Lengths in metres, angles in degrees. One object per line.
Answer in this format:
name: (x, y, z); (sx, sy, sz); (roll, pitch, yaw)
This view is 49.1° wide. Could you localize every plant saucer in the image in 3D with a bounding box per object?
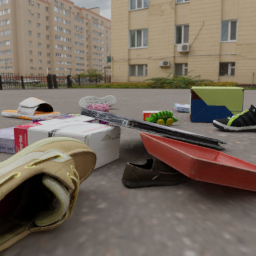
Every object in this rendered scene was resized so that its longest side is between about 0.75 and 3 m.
plant saucer: (1.253, 0.549, 4.450); (1.811, 0.332, 1.808); (13, 5, -21)

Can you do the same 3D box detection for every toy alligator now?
toy alligator: (1.011, -0.353, 9.936); (1.790, 0.486, 0.531); (-7, 29, -22)

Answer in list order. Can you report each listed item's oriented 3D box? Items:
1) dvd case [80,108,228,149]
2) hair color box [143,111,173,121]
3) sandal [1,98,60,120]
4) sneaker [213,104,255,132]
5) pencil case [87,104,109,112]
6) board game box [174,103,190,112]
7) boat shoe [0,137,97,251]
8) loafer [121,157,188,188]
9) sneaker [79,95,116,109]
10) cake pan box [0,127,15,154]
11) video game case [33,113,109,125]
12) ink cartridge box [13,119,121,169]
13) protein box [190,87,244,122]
dvd case: (0.604, 0.001, 6.723); (2.913, 0.233, 2.166); (13, 1, -34)
hair color box: (1.212, -0.495, 11.450); (1.188, 0.364, 0.603); (-1, 9, 2)
sandal: (-4.357, -0.878, 12.141); (3.057, 0.876, 1.171); (5, 11, 25)
sneaker: (3.819, -0.341, 9.062); (2.103, 0.871, 0.754); (1, 10, 6)
pencil case: (-1.450, -0.975, 13.871); (1.090, 0.472, 0.451); (-5, 23, -34)
board game box: (2.981, -1.068, 14.657); (0.995, 0.241, 1.316); (7, 14, 0)
boat shoe: (-1.030, 0.744, 3.119); (0.859, 0.958, 2.588); (19, 18, 23)
loafer: (0.466, 0.684, 4.498); (1.156, 0.412, 0.422); (-4, 10, -20)
sneaker: (-1.709, -1.284, 15.656); (2.084, 0.803, 0.853); (-4, -17, -19)
cake pan box: (-2.673, 0.263, 7.018); (1.540, 0.403, 1.419); (4, 13, 22)
video game case: (-1.938, -0.236, 9.911); (1.871, 0.370, 2.064); (4, 11, 23)
ink cartridge box: (-1.196, 0.299, 5.712); (1.758, 0.733, 1.276); (7, 11, 26)
protein box: (3.546, -1.008, 11.535); (1.954, 1.328, 1.969); (2, 10, 11)
